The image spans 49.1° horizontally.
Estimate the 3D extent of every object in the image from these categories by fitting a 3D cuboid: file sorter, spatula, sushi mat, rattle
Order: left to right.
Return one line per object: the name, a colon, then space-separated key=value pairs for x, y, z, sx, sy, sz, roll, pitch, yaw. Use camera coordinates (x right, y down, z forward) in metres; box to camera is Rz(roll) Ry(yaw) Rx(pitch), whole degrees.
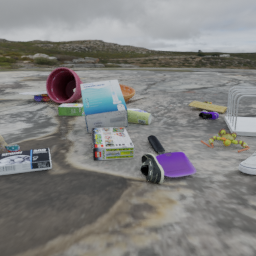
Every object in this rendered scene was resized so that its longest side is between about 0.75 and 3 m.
rattle: x=-3.636 y=0.527 z=7.462 sx=0.807 sy=1.240 sz=0.886 roll=-31 pitch=20 yaw=34
spatula: x=0.951 y=0.648 z=7.671 sx=0.817 sy=0.297 sz=2.890 roll=-9 pitch=14 yaw=-8
sushi mat: x=3.914 y=-1.041 z=13.715 sx=1.777 sy=0.108 sz=0.850 roll=16 pitch=30 yaw=32
file sorter: x=4.605 y=-0.672 z=10.391 sx=1.600 sy=1.436 sz=2.306 roll=3 pitch=16 yaw=11

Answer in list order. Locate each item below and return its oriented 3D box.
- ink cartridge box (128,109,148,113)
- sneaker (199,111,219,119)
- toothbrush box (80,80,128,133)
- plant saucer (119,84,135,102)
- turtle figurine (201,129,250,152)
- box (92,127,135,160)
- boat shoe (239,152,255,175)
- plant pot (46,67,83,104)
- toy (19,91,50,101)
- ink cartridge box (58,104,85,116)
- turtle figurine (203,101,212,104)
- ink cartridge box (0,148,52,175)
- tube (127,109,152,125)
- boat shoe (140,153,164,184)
ink cartridge box: x=0.191 y=-0.701 z=12.578 sx=1.030 sy=0.224 sz=1.021 roll=0 pitch=13 yaw=-25
sneaker: x=3.419 y=-0.511 z=11.981 sx=0.453 sy=0.317 sz=0.911 roll=-19 pitch=19 yaw=-35
toothbrush box: x=-0.903 y=-0.850 z=10.210 sx=1.458 sy=0.849 sz=1.992 roll=-9 pitch=43 yaw=-9
plant saucer: x=-1.020 y=-2.057 z=16.458 sx=2.867 sy=0.537 sz=2.867 roll=5 pitch=22 yaw=-2
turtle figurine: x=2.988 y=0.317 z=8.623 sx=1.396 sy=0.450 sz=1.126 roll=5 pitch=16 yaw=18
box: x=-0.510 y=0.412 z=8.445 sx=1.131 sy=0.357 sz=2.055 roll=-2 pitch=16 yaw=-7
boat shoe: x=3.358 y=0.726 z=6.977 sx=1.636 sy=0.535 sz=0.602 roll=-11 pitch=19 yaw=-35
plant pot: x=-3.334 y=-2.276 z=15.748 sx=1.941 sy=1.941 sz=1.737 roll=4 pitch=0 yaw=15
toy: x=-4.891 y=-1.872 z=16.357 sx=1.396 sy=0.573 sz=2.425 roll=8 pitch=18 yaw=34
ink cartridge box: x=-2.386 y=-0.846 z=12.873 sx=1.467 sy=0.435 sz=0.762 roll=1 pitch=15 yaw=3
turtle figurine: x=3.976 y=-1.192 z=14.304 sx=0.802 sy=0.320 sz=0.994 roll=-10 pitch=29 yaw=-8
ink cartridge box: x=-2.666 y=0.791 z=7.251 sx=1.275 sy=0.279 sz=1.287 roll=-6 pitch=15 yaw=-17
tube: x=0.072 y=-0.501 z=11.339 sx=1.745 sy=0.506 sz=0.453 roll=9 pitch=-15 yaw=19
boat shoe: x=0.475 y=0.898 z=6.543 sx=0.407 sy=0.433 sz=1.205 roll=1 pitch=17 yaw=-12
